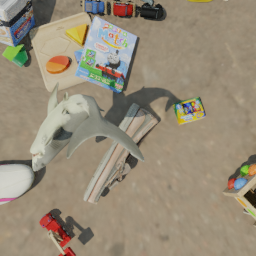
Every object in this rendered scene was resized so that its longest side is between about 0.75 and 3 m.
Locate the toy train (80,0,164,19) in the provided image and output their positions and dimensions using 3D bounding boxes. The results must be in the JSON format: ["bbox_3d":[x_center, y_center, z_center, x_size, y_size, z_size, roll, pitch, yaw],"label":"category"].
[{"bbox_3d":[-0.197,-3.660,8.625,2.621,0.447,0.600,6,41,1],"label":"toy train"}]

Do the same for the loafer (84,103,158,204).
[{"bbox_3d":[-0.146,0.771,7.624,0.939,1.073,2.986,28,78,-2],"label":"loafer"}]

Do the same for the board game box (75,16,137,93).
[{"bbox_3d":[-0.612,-2.133,8.216,1.391,0.336,1.839,19,76,-20],"label":"board game box"}]

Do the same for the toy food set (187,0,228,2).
[{"bbox_3d":[2.445,-4.518,8.858,1.525,0.498,0.897,0,79,0],"label":"toy food set"}]

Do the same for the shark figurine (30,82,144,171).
[{"bbox_3d":[-0.734,-0.071,4.951,1.213,2.907,1.737,22,69,-30],"label":"shark figurine"}]

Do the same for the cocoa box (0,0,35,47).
[{"bbox_3d":[-3.914,-3.457,8.103,1.912,1.255,1.275,20,56,4],"label":"cocoa box"}]

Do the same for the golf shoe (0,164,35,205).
[{"bbox_3d":[-3.899,1.603,7.293,2.854,1.314,1.036,-15,79,-4],"label":"golf shoe"}]

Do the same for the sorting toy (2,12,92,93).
[{"bbox_3d":[-2.235,-2.195,8.448,2.880,0.424,2.129,-20,80,-5],"label":"sorting toy"}]

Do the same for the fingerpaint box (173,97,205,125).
[{"bbox_3d":[1.783,-0.501,8.207,0.768,0.282,0.640,-14,80,-3],"label":"fingerpaint box"}]

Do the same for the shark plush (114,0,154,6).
[{"bbox_3d":[-0.293,-4.411,8.948,2.233,1.014,0.930,18,100,-17],"label":"shark plush"}]

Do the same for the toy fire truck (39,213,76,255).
[{"bbox_3d":[-1.843,2.813,7.239,0.325,0.941,1.335,-42,82,-8],"label":"toy fire truck"}]

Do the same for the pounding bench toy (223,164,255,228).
[{"bbox_3d":[3.728,1.500,7.368,1.900,1.180,1.482,-41,81,-7],"label":"pounding bench toy"}]
